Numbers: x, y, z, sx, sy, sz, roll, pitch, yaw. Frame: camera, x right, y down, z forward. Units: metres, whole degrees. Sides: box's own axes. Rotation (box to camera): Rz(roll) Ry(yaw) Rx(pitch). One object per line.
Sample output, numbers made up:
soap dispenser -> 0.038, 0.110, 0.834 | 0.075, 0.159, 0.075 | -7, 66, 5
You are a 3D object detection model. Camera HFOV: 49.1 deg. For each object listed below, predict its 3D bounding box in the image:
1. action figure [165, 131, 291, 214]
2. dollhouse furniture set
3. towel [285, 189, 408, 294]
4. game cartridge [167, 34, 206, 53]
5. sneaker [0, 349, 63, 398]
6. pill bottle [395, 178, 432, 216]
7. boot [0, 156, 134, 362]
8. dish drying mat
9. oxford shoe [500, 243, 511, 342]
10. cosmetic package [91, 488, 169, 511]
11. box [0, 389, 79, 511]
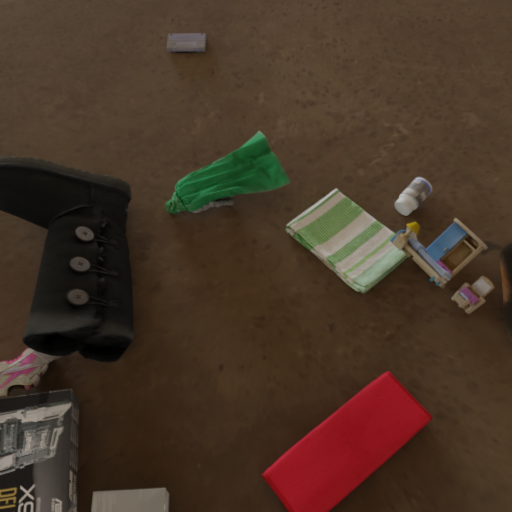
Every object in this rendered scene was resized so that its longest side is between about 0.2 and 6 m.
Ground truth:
action figure -> -0.797, -1.633, 12.646 | 2.736, 0.748, 1.616 | -24, 60, -7
dollhouse furniture set -> 3.736, 0.007, 10.660 | 1.204, 1.845, 1.742 | -47, 62, 13
towel -> 1.994, -0.373, 12.075 | 1.736, 0.266, 2.276 | -37, 63, -23
game cartridge -> -1.987, -6.079, 16.006 | 1.088, 0.209, 0.705 | 0, 60, 0
sneaker -> -4.127, 2.110, 10.193 | 1.519, 0.618, 0.670 | -28, 72, -25
pill bottle -> 3.516, -1.323, 12.567 | 0.474, 0.474, 0.834 | 38, 72, 23
boot -> -4.047, 0.034, 10.860 | 3.265, 1.300, 3.962 | 4, 57, -17
dish drying mat -> 1.588, 3.263, 9.615 | 2.976, 0.271, 1.143 | -32, 62, -21
oxford shoe -> 5.219, 0.849, 11.008 | 0.756, 0.755, 2.119 | -3, 69, 18
cosmetic package -> -1.994, 4.081, 8.910 | 1.184, 0.534, 0.633 | 1, 56, -3
box -> -3.943, 3.530, 9.208 | 1.891, 0.597, 2.398 | -6, 56, -5
